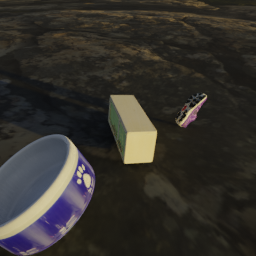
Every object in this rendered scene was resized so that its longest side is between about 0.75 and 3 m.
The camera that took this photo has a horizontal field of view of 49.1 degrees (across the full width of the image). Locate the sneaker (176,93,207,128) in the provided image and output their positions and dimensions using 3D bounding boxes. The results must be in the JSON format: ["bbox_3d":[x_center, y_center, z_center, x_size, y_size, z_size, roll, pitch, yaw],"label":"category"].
[{"bbox_3d":[1.807,-0.502,7.893,0.468,1.121,0.452,35,9,-38],"label":"sneaker"}]

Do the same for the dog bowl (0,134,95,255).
[{"bbox_3d":[-1.526,1.031,4.651,1.915,0.754,1.915,-25,33,17],"label":"dog bowl"}]

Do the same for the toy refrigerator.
[{"bbox_3d":[-0.004,-0.064,7.109,0.766,0.831,2.188,-1,29,-14],"label":"toy refrigerator"}]
